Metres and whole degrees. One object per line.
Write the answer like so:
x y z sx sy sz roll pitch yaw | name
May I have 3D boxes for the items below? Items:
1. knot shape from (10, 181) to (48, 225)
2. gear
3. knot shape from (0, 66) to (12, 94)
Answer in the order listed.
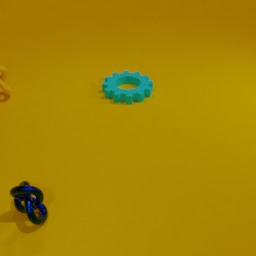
-2.168 1.534 6.019 0.991 1.059 0.489 13 40 44 | knot shape
-0.015 -1.518 10.231 1.815 0.336 1.815 0 39 0 | gear
-4.521 -1.663 9.433 1.315 1.231 0.608 18 55 -21 | knot shape
